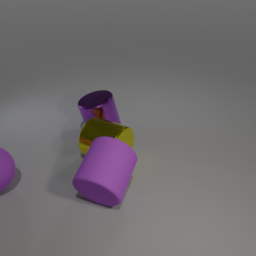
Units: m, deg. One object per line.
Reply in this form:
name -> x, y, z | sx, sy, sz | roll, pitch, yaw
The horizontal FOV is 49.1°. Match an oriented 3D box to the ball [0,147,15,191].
ball -> -4.061, 1.219, 8.225 | 1.400, 1.400, 1.400 | 0, 30, 0

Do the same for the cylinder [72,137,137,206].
cylinder -> -0.610, 1.193, 7.743 | 1.400, 1.400, 1.400 | 11, 54, 18

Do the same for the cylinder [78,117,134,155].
cylinder -> -0.719, 0.457, 9.568 | 1.400, 1.400, 1.400 | 17, 34, 28

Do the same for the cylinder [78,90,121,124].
cylinder -> -1.110, -0.561, 11.054 | 1.400, 1.400, 1.400 | -11, 33, 7
